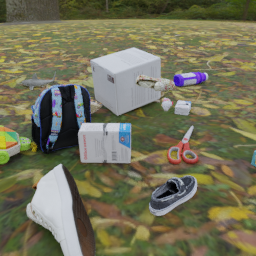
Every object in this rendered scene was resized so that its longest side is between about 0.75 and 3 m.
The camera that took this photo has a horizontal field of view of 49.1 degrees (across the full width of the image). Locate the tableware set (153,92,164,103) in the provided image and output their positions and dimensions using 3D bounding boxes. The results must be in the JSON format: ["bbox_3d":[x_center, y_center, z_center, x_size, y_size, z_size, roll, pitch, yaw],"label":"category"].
[{"bbox_3d":[0.420,-2.012,14.283,2.865,0.574,1.894,7,28,14],"label":"tableware set"}]

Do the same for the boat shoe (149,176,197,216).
[{"bbox_3d":[1.206,1.565,7.218,1.744,0.591,0.626,-21,34,-36],"label":"boat shoe"}]

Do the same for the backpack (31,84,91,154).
[{"bbox_3d":[-2.256,-0.485,9.394,2.005,2.197,1.478,-14,30,-32],"label":"backpack"}]

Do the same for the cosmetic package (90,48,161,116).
[{"bbox_3d":[-0.078,-2.153,12.555,2.441,2.014,2.012,-24,39,-26],"label":"cosmetic package"}]

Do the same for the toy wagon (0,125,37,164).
[{"bbox_3d":[-4.197,0.443,8.909,2.519,0.498,1.955,2,24,-27],"label":"toy wagon"}]

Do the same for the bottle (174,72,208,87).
[{"bbox_3d":[3.545,-2.753,15.675,1.956,0.639,0.817,-11,25,-21],"label":"bottle"}]

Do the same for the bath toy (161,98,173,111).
[{"bbox_3d":[1.321,-0.820,9.516,0.385,0.453,1.041,-28,3,8],"label":"bath toy"}]

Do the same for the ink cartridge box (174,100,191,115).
[{"bbox_3d":[2.422,-0.899,12.346,0.596,0.344,0.822,9,28,17],"label":"ink cartridge box"}]

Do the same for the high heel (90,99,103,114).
[{"bbox_3d":[-2.082,-1.244,12.419,2.337,0.834,1.666,-3,32,14],"label":"high heel"}]

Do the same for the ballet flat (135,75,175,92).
[{"bbox_3d":[0.792,-1.330,8.670,1.274,0.482,0.407,14,42,25],"label":"ballet flat"}]

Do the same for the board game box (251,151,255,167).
[{"bbox_3d":[5.217,0.934,8.541,2.242,0.526,1.692,-17,32,-31],"label":"board game box"}]

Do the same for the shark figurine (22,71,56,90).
[{"bbox_3d":[-4.842,-2.665,15.390,1.926,0.804,1.150,-12,30,-18],"label":"shark figurine"}]

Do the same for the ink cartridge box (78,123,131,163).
[{"bbox_3d":[-0.692,0.466,8.776,1.566,1.143,0.660,1,27,2],"label":"ink cartridge box"}]

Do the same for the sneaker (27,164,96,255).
[{"bbox_3d":[-1.544,2.050,6.180,1.181,1.016,2.790,-31,36,-4],"label":"sneaker"}]

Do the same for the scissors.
[{"bbox_3d":[1.898,0.476,9.805,0.986,0.188,2.695,2,28,9],"label":"scissors"}]
